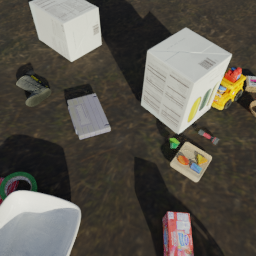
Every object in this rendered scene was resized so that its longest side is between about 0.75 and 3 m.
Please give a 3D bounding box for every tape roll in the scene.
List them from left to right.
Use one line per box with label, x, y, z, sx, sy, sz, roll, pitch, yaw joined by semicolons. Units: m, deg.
tape roll;-3.768;2.116;9.666;1.200;0.288;1.200;6;56;-9

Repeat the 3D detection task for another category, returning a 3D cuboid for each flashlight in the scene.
flashlight;3.217;0.347;11.227;0.847;0.287;0.288;33;57;22

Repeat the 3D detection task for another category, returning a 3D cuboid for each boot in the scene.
boot;-4.494;-1.726;12.703;1.603;0.581;1.457;33;44;16

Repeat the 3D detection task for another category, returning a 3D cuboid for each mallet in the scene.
mallet;-4.381;-2.223;13.313;0.524;0.327;1.590;-37;64;-26

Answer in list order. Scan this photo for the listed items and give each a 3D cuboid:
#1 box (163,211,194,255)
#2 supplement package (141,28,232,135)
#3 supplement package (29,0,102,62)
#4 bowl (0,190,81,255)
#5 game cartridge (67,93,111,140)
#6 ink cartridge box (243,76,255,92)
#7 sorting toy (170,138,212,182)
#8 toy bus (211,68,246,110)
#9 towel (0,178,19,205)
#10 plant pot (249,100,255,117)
box;1.493;3.344;8.453;0.737;0.680;1.436;6;52;-5
supplement package;2.157;-1.821;11.170;2.254;2.971;2.238;-37;63;-26
supplement package;-3.187;-5.408;14.605;2.886;2.190;2.174;37;60;26
bowl;-2.846;3.333;8.373;2.595;0.970;2.599;13;53;9
game cartridge;-1.711;-0.525;11.890;1.382;0.409;2.132;-18;53;-9
ink cartridge box;5.947;-2.040;13.100;0.930;0.349;0.766;7;53;7
sorting toy;2.154;1.068;10.525;1.735;0.255;1.283;33;58;15
toy bus;4.290;-1.839;12.132;1.679;1.611;1.139;-37;62;-22
towel;-4.820;2.217;9.791;1.639;0.184;1.185;9;53;7
plant pot;5.635;-0.737;12.010;0.902;0.416;0.902;0;52;0
